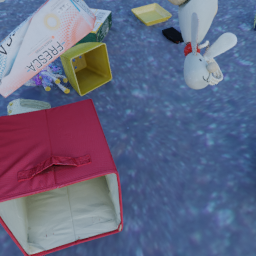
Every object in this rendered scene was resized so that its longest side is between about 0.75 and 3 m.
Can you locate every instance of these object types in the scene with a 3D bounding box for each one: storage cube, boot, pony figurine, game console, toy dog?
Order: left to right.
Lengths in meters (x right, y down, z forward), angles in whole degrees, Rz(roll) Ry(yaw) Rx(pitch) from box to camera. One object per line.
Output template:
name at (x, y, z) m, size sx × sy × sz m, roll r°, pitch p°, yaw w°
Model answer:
boot at (-3.131, 0.147, 7.257) m, size 2.459 × 0.886 × 1.902 m, roll -9°, pitch 50°, yaw -16°
pony figurine at (-2.600, -1.646, 8.876) m, size 1.300 × 1.121 × 1.347 m, roll 1°, pitch 35°, yaw -44°
storage cube at (-1.351, 0.938, 5.659) m, size 2.009 × 2.350 × 2.113 m, roll -13°, pitch 44°, yaw -11°
game console at (2.222, -3.842, 11.210) m, size 1.617 × 0.195 × 0.953 m, roll -23°, pitch 53°, yaw -20°
toy dog at (1.738, -2.268, 6.088) m, size 1.746 × 1.275 × 2.648 m, roll -13°, pitch 84°, yaw -43°

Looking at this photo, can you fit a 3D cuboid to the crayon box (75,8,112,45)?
crayon box at (-2.213, -4.111, 11.097) m, size 2.770 × 0.714 × 1.742 m, roll 13°, pitch 50°, yaw 10°

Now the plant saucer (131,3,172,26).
plant saucer at (0.986, -4.805, 11.974) m, size 1.310 × 0.317 × 1.310 m, roll -22°, pitch 52°, yaw -18°

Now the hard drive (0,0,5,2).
hard drive at (-2.931, -3.213, 6.128) m, size 0.939 × 1.423 × 0.190 m, roll -38°, pitch 99°, yaw -42°

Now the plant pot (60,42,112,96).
plant pot at (-1.451, -2.029, 8.985) m, size 1.297 × 1.297 × 1.144 m, roll -34°, pitch 46°, yaw -26°

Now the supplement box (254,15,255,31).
supplement box at (5.812, -4.491, 11.409) m, size 1.102 × 0.740 × 1.101 m, roll 14°, pitch 50°, yaw 12°

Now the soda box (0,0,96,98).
soda box at (-1.542, -1.412, 4.671) m, size 2.091 × 0.715 × 0.665 m, roll -31°, pitch 32°, yaw 21°
